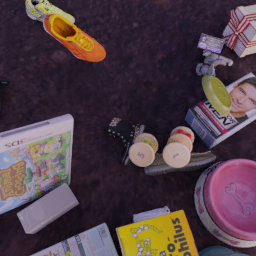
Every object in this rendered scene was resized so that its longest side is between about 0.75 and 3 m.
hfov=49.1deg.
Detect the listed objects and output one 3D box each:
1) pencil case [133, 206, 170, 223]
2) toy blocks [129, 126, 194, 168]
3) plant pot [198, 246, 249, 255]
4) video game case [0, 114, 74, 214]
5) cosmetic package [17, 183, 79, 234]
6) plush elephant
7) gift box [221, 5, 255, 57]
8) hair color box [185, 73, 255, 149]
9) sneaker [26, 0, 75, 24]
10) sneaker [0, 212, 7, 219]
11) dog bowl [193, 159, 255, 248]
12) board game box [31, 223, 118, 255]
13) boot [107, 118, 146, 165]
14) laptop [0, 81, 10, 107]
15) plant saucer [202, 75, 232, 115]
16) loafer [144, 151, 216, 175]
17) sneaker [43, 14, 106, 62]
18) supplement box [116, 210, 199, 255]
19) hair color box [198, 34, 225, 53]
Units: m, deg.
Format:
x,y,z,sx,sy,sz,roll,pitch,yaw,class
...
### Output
x,y,z,sx,sy,sz,roll,pitch,yaw,class
0.729,2.716,8.460,1.143,0.518,0.475,-13,69,-5,pencil case
1.165,0.443,9.019,1.825,2.190,0.795,0,108,17,toy blocks
2.635,3.969,7.153,1.835,1.797,1.835,0,65,0,plant pot
-2.701,1.069,7.639,2.511,2.758,0.304,-19,49,-33,video game case
-2.350,2.408,8.413,1.623,0.867,0.732,-30,72,-12,cosmetic package
3.200,-2.359,10.742,1.216,0.941,1.001,13,15,-29,plush elephant
4.738,-3.904,11.140,1.572,1.553,1.683,-18,60,-18,gift box
3.614,-0.644,9.879,2.850,0.864,1.411,-30,68,-14,hair color box
-3.394,-4.907,11.920,2.335,0.892,0.881,21,64,8,sneaker
-4.142,2.110,8.525,1.284,0.929,2.628,32,66,14,sneaker
3.435,2.137,8.472,2.719,1.002,2.719,0,65,1,dog bowl
-1.382,3.961,7.735,2.360,0.758,1.741,-20,65,-11,board game box
-0.187,0.412,9.550,1.209,0.578,1.601,20,60,12,boot
-5.298,-1.076,10.527,1.387,0.809,1.566,2,90,2,laptop
2.907,-1.104,8.973,1.453,0.226,1.453,26,48,-34,plant saucer
1.661,0.962,9.095,2.361,0.888,0.822,-7,69,-3,loafer
-1.762,-2.989,9.688,0.963,2.497,0.911,32,96,52,sneaker
0.664,3.176,6.950,1.551,2.833,1.542,-14,66,-7,supplement box
3.191,-3.254,10.815,0.872,1.596,0.517,20,109,10,hair color box
